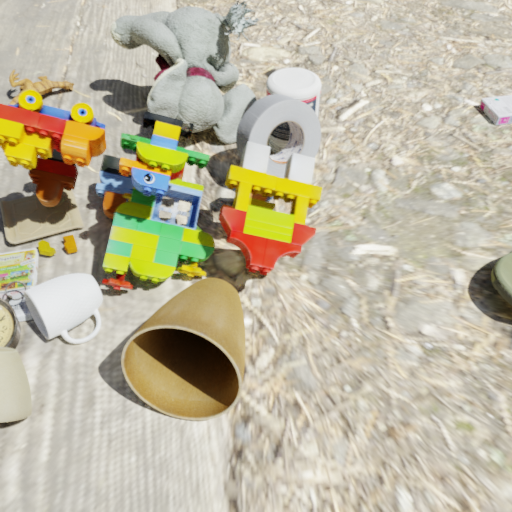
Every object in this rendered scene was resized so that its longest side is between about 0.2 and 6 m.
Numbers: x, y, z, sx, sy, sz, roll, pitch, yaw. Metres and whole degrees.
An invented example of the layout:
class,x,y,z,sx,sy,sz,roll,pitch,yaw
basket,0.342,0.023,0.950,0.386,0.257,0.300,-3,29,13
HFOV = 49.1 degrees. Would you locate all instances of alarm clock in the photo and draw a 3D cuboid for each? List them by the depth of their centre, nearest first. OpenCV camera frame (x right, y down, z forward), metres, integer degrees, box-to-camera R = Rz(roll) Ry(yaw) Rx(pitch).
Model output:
class,x,y,z,sx,sy,sz,roll,pitch,yaw
alarm clock,-3.416,0.871,7.166,0.902,0.445,1.337,29,63,4

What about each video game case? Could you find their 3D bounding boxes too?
class,x,y,z,sx,sy,sz,roll,pitch,yaw
video game case,-3.838,0.488,7.880,1.429,0.164,1.301,-10,46,-8

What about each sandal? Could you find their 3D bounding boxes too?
class,x,y,z,sx,sy,sz,roll,pitch,yaw
sandal,4.533,-0.041,7.903,2.984,0.851,1.185,-22,50,-20

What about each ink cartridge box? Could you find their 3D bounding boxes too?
class,x,y,z,sx,sy,sz,roll,pitch,yaw
ink cartridge box,5.180,-2.939,11.171,1.195,0.251,0.713,-10,47,-5

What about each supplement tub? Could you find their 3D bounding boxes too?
class,x,y,z,sx,sy,sz,roll,pitch,yaw
supplement tub,0.646,-2.548,10.004,0.950,1.353,0.950,0,46,0

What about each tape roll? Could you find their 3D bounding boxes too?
class,x,y,z,sx,sy,sz,roll,pitch,yaw
tape roll,0.373,-1.909,9.160,1.375,1.375,0.454,-22,35,-20

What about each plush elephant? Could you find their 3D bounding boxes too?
class,x,y,z,sx,sy,sz,roll,pitch,yaw
plush elephant,-1.228,-3.167,10.272,2.894,2.383,2.240,3,77,48

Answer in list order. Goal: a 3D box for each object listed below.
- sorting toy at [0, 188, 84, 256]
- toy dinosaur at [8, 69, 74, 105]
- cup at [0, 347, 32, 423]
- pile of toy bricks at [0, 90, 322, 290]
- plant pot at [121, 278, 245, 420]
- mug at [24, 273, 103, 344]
class,x,y,z,sx,sy,sz,roll,pitch,yaw
sorting toy,-3.335,-0.478,8.820,1.147,0.206,1.539,-14,47,-19
toy dinosaur,-4.602,-3.320,11.326,1.001,0.570,1.886,32,54,26
cup,-2.988,1.392,6.250,1.003,1.003,0.718,6,85,6
pile of toy bricks,-1.510,-0.543,7.855,4.351,2.414,2.148,12,77,-10
plant pot,-0.696,0.942,6.755,1.381,1.381,1.482,8,33,8
mug,-2.436,0.708,7.368,0.834,0.702,0.951,-27,80,-30
